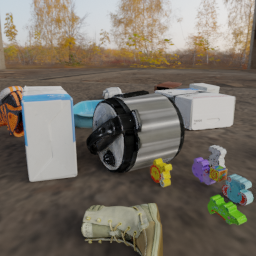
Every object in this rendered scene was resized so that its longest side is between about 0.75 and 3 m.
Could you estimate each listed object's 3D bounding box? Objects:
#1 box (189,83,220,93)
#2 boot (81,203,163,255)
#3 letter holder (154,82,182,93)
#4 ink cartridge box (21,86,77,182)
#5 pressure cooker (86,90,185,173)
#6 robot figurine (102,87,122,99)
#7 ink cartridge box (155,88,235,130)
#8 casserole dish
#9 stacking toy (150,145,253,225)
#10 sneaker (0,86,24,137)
[{"bbox_3d":[3.663,-1.640,13.642,1.070,0.921,1.076,-10,22,-39],"label":"box"},{"bbox_3d":[-0.088,1.354,3.589,1.032,0.481,1.335,1,9,1],"label":"boot"},{"bbox_3d":[2.259,-1.593,13.499,1.450,1.026,2.041,9,17,23],"label":"letter holder"},{"bbox_3d":[-1.930,-0.101,6.687,0.977,1.671,2.881,-5,16,-18],"label":"ink cartridge box"},{"bbox_3d":[0.058,0.099,6.025,1.882,1.655,1.681,-10,32,-29],"label":"pressure cooker"},{"bbox_3d":[-0.820,-1.864,15.084,1.090,0.615,0.924,-13,55,-26],"label":"robot figurine"},{"bbox_3d":[2.350,-0.779,10.335,1.834,1.068,2.537,-6,16,-23],"label":"ink cartridge box"},{"bbox_3d":[-1.151,-0.538,10.423,1.816,0.582,2.998,1,14,4],"label":"casserole dish"},{"bbox_3d":[1.671,0.978,5.089,1.652,0.515,2.190,-10,20,-27],"label":"stacking toy"},{"bbox_3d":[-3.744,-0.214,8.731,0.899,1.298,2.317,-17,-11,-44],"label":"sneaker"}]
